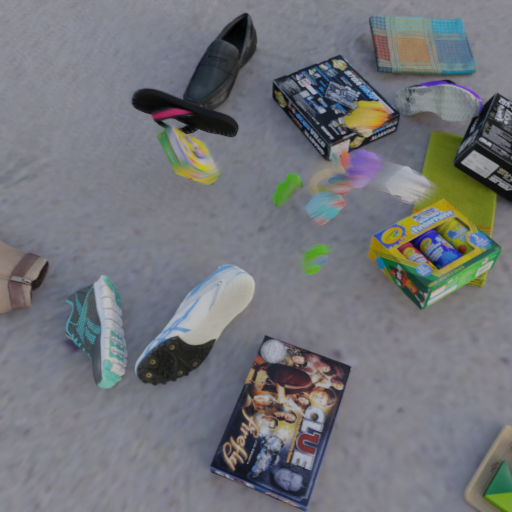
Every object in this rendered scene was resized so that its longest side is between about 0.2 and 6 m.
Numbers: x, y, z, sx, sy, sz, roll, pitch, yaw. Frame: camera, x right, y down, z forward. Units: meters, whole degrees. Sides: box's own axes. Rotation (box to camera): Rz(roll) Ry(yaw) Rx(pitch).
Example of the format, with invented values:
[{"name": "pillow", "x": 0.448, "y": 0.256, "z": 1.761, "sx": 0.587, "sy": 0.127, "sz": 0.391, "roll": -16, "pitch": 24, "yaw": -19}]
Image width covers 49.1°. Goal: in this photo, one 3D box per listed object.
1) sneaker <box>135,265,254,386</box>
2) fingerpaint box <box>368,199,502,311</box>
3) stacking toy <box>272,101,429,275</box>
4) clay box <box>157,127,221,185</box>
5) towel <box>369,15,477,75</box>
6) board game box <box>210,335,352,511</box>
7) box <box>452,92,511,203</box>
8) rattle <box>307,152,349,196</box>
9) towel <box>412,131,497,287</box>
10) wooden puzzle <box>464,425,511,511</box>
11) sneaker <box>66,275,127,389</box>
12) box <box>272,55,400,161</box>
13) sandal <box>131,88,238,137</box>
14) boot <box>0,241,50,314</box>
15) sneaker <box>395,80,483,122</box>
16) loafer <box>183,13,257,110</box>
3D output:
[{"name": "sneaker", "x": -1.155, "y": 1.249, "z": 10.273, "sx": 2.726, "sy": 0.980, "sz": 0.988, "roll": -45, "pitch": 34, "yaw": -18}, {"name": "fingerpaint box", "x": 3.406, "y": -0.083, "z": 10.778, "sx": 1.893, "sy": 0.694, "sz": 1.580, "roll": -25, "pitch": 54, "yaw": -20}, {"name": "stacking toy", "x": 1.673, "y": -1.278, "z": 10.778, "sx": 0.694, "sy": 2.953, "sz": 2.226, "roll": 22, "pitch": 36, "yaw": -38}, {"name": "clay box", "x": -1.317, "y": -2.033, "z": 11.642, "sx": 0.384, "sy": 1.615, "sz": 0.928, "roll": -32, "pitch": 76, "yaw": 20}, {"name": "towel", "x": 4.343, "y": -5.535, "z": 14.661, "sx": 2.626, "sy": 0.285, "sz": 1.925, "roll": 0, "pitch": 65, "yaw": -6}, {"name": "board game box", "x": 0.475, "y": 2.738, "z": 9.478, "sx": 1.671, "sy": 0.427, "sz": 2.466, "roll": 18, "pitch": 59, "yaw": 11}, {"name": "box", "x": 5.570, "y": -2.207, "z": 12.081, "sx": 2.103, "sy": 0.906, "sz": 1.722, "roll": 31, "pitch": 61, "yaw": -1}, {"name": "rattle", "x": 1.585, "y": -1.470, "z": 11.407, "sx": 0.725, "sy": 1.114, "sz": 0.796, "roll": 27, "pitch": 39, "yaw": -27}, {"name": "towel", "x": 4.311, "y": -1.197, "z": 12.081, "sx": 1.697, "sy": 0.356, "sz": 3.944, "roll": 16, "pitch": 58, "yaw": 9}, {"name": "wooden puzzle", "x": 4.372, "y": 3.770, "z": 8.891, "sx": 1.792, "sy": 0.311, "sz": 2.657, "roll": 29, "pitch": 61, "yaw": 17}, {"name": "sneaker", "x": -2.972, "y": 1.450, "z": 10.220, "sx": 1.003, "sy": 0.853, "sz": 2.199, "roll": -19, "pitch": 53, "yaw": 5}, {"name": "box", "x": 1.869, "y": -3.635, "z": 13.507, "sx": 2.034, "sy": 0.589, "sz": 2.559, "roll": -26, "pitch": 61, "yaw": -16}, {"name": "sandal", "x": -1.568, "y": -2.824, "z": 11.509, "sx": 2.464, "sy": 0.925, "sz": 0.555, "roll": 20, "pitch": 79, "yaw": 16}, {"name": "boot", "x": -4.982, "y": 0.086, "z": 11.071, "sx": 1.718, "sy": 0.826, "sz": 2.350, "roll": 5, "pitch": 58, "yaw": -4}, {"name": "sneaker", "x": 4.444, "y": -3.725, "z": 13.030, "sx": 1.153, "sy": 0.806, "sz": 2.319, "roll": -24, "pitch": 30, "yaw": -24}, {"name": "loafer", "x": -0.911, "y": -4.828, "z": 13.952, "sx": 1.103, "sy": 1.140, "sz": 3.249, "roll": 21, "pitch": 59, "yaw": 13}]
